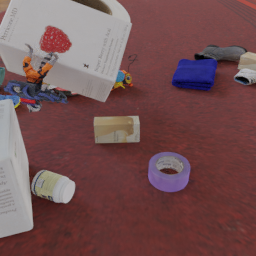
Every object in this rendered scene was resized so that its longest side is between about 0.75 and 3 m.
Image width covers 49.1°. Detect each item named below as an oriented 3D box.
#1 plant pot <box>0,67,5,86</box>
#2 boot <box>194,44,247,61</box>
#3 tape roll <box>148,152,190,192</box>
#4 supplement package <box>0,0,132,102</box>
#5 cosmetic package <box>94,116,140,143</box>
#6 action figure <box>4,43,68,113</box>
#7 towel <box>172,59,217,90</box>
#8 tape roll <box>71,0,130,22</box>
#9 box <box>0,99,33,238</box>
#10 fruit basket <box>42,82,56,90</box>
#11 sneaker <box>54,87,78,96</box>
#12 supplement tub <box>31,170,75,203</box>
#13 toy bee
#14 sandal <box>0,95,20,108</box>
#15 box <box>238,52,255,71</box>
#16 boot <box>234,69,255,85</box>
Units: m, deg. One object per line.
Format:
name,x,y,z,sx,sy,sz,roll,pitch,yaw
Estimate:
plant pot,-5.949,-2.114,12.045,1.310,0.883,1.310,1,19,0
boot,4.823,-3.719,14.684,2.374,0.828,1.563,14,39,37
tape roll,1.132,1.196,7.763,1.122,0.477,1.122,1,35,0
supplement package,-1.594,-2.073,7.256,2.832,1.696,1.717,17,76,-9
cosmetic package,-0.364,0.054,9.162,1.464,0.770,0.520,-3,35,-2
action figure,-1.808,-0.957,6.007,1.413,1.367,0.739,19,13,5
towel,3.131,-2.510,13.052,1.865,0.626,2.526,5,35,18
tape roll,-1.576,-3.477,9.833,2.845,1.953,2.845,17,43,-17
box,-3.758,1.011,6.444,2.622,2.257,2.635,-11,35,-15
fruit basket,-3.307,-2.268,11.961,1.869,0.876,1.731,-10,59,9
sneaker,-2.119,-2.418,12.260,1.072,1.262,2.910,23,41,29
supplement tub,-1.896,1.503,7.152,0.925,0.670,0.670,14,37,18
toy bee,-0.285,-2.111,12.213,2.062,1.121,1.350,-22,40,12
sandal,-5.110,-1.015,10.658,1.886,0.821,0.749,-13,35,-20
box,6.458,-3.040,13.614,1.861,0.723,0.884,28,44,35
boot,5.695,-2.146,12.536,1.785,0.657,0.853,22,47,40
